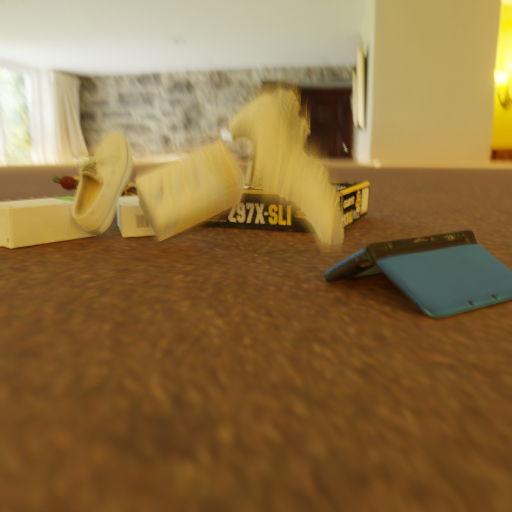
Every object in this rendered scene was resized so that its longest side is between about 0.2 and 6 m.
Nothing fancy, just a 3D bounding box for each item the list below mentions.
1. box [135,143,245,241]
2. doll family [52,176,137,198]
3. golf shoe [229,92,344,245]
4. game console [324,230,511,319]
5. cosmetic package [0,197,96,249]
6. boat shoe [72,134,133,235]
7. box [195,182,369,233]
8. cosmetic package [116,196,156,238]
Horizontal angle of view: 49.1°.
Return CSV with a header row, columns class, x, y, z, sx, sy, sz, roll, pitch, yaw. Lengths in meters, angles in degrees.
class,x,y,z,sx,sy,sz,roll,pitch,yaw
box,-1.116,-1.092,9.583,1.644,0.833,0.925,-28,-14,-16
doll family,-3.494,-1.360,13.260,2.583,1.013,1.493,2,7,-2
golf shoe,0.396,-1.012,7.337,1.033,2.124,0.832,-26,2,-1
game console,2.093,0.345,7.034,1.863,1.103,1.590,-7,-18,-31
cosmetic package,-3.948,-0.643,10.351,0.942,0.742,1.750,11,15,36
boat shoe,-2.909,-1.490,10.199,0.772,2.089,0.891,4,-24,21
box,0.460,-1.231,12.796,3.713,0.916,2.965,5,14,21
cosmetic package,-2.353,-0.837,11.433,0.924,0.665,1.638,-6,14,-17
